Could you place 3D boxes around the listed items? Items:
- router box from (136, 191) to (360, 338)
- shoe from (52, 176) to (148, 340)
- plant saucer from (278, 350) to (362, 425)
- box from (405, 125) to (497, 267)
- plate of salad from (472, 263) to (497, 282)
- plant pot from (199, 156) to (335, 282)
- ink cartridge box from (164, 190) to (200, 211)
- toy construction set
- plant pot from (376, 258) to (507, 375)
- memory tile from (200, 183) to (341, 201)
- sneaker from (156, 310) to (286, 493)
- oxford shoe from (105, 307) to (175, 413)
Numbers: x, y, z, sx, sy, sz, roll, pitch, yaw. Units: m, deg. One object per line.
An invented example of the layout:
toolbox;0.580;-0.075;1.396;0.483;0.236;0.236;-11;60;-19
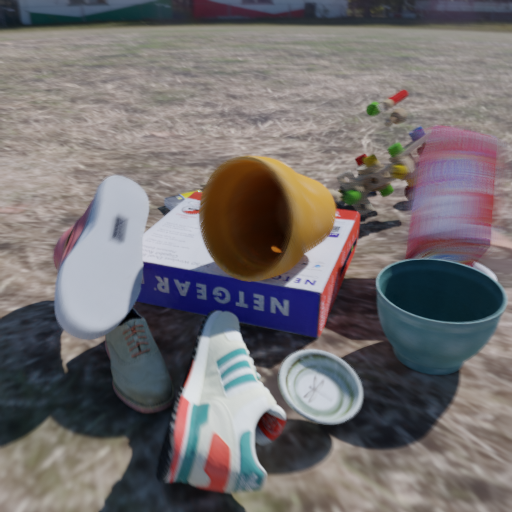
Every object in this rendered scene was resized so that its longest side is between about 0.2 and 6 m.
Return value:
router box;-0.136;-0.045;9.553;3.306;0.808;2.967;9;29;16
shoe;-2.305;0.195;7.889;1.038;1.321;2.905;28;38;-24
plant saucer;0.721;1.556;6.503;0.995;0.250;0.995;8;42;-8
box;3.203;-0.949;9.210;1.064;1.019;2.134;12;66;4
plate of salad;3.285;0.266;9.447;1.488;0.357;1.488;0;26;0
plant pot;0.309;-0.572;8.142;1.698;1.698;1.554;22;19;35
ink cartridge box;-1.353;-1.119;12.225;1.022;0.243;1.034;-15;29;-26
toy construction set;2.634;-2.000;11.776;2.083;2.498;1.919;12;34;38
plant pot;2.385;0.883;7.522;1.628;1.091;1.628;0;29;0
memory tile;0.206;-1.294;11.137;2.045;0.224;2.668;0;8;-30
sneaker;-0.277;1.651;6.525;1.223;0.921;2.616;18;27;-3
oxford shoe;-1.593;1.244;7.225;0.692;0.722;1.955;-15;32;-27
